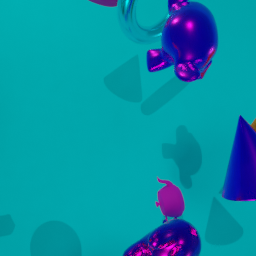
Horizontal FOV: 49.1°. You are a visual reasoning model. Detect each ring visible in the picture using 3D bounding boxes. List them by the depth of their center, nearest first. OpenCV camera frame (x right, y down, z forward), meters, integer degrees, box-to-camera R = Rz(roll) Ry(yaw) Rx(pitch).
[{"bbox_3d":[0.545,-2.402,5.292,1.737,1.737,0.347,-39,58,-3],"label":"ring"}]

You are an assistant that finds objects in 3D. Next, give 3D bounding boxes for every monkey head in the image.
[{"bbox_3d":[0.735,-1.259,4.174,1.172,0.982,1.629,-9,71,20],"label":"monkey head"}]

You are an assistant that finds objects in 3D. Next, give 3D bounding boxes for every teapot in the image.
[{"bbox_3d":[0.855,1.529,5.958,0.559,0.709,1.141,-11,100,-9],"label":"teapot"}]

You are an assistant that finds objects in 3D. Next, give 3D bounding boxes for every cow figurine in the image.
[{"bbox_3d":[0.631,1.745,4.114,0.805,1.444,1.467,54,131,22],"label":"cow figurine"}]

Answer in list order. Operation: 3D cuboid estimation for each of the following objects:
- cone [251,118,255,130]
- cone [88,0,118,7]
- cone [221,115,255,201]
[{"bbox_3d":[2.660,0.006,5.071,1.602,1.596,1.596,-29,86,6],"label":"cone"},{"bbox_3d":[-0.483,-3.096,5.196,1.155,1.155,1.159,21,92,1],"label":"cone"},{"bbox_3d":[1.726,0.335,3.950,1.076,1.076,1.080,-14,87,-1],"label":"cone"}]
